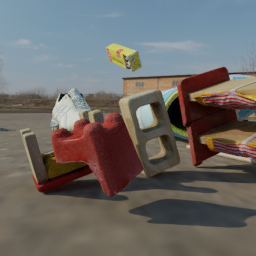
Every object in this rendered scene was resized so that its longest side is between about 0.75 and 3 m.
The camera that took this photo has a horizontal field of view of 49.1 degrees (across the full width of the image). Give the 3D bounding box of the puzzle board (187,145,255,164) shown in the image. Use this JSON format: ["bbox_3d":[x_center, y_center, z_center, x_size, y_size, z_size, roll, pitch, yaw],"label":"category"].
[{"bbox_3d":[1.499,0.248,3.241,1.034,0.119,1.372,-1,3,-22],"label":"puzzle board"}]

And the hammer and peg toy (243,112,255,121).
[{"bbox_3d":[3.380,-0.282,7.983,1.225,0.587,1.665,3,5,23],"label":"hammer and peg toy"}]

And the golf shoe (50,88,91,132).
[{"bbox_3d":[-1.195,-0.384,6.186,0.825,1.025,2.108,0,4,-36],"label":"golf shoe"}]

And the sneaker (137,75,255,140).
[{"bbox_3d":[1.606,-0.370,4.859,2.701,1.074,1.763,-16,6,-10],"label":"sneaker"}]

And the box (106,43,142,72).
[{"bbox_3d":[-0.181,-2.643,10.385,0.427,0.641,1.703,-32,40,-18],"label":"box"}]

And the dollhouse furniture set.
[{"bbox_3d":[0.382,0.120,1.892,1.938,0.788,1.043,-20,11,-21],"label":"dollhouse furniture set"}]
